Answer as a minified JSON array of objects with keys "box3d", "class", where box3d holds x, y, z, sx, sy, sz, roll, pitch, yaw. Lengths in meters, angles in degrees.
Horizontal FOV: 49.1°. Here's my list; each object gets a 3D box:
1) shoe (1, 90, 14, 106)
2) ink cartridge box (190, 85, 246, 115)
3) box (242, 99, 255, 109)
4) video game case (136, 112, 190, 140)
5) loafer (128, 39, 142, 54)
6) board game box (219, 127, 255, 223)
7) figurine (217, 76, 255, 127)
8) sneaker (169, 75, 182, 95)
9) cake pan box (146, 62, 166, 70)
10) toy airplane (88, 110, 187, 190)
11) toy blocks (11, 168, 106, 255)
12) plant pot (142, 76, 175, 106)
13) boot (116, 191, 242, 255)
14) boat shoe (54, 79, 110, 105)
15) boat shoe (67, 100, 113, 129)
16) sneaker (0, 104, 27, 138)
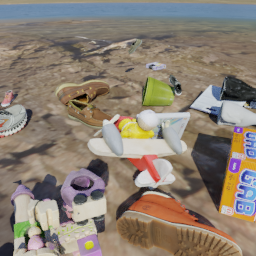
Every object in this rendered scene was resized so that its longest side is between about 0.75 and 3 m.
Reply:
[{"box3d":[-5.411,-1.340,12.549,0.354,0.451,0.991,1,28,3],"class":"shoe"},{"box3d":[3.845,-1.043,11.876,1.793,0.365,1.797,24,54,38],"class":"ink cartridge box"},{"box3d":[5.288,-1.378,12.725,1.524,0.381,1.535,15,31,25],"class":"box"},{"box3d":[1.039,-0.004,9.061,1.638,1.493,0.180,-2,59,-5],"class":"video game case"},{"box3d":[0.274,-3.908,13.304,0.320,0.918,0.345,26,41,-30],"class":"loafer"},{"box3d":[3.157,1.120,6.640,1.587,1.586,1.588,11,30,19],"class":"board game box"},{"box3d":[4.700,-0.839,10.639,2.279,1.005,2.335,12,51,11],"class":"figurine"},{"box3d":[1.944,-1.790,11.274,0.303,0.913,0.413,-20,-11,-10],"class":"sneaker"},{"box3d":[1.738,-3.882,17.608,0.969,0.253,0.892,-19,31,-32],"class":"cake pan box"},{"box3d":[0.411,0.413,7.719,2.552,1.808,2.563,22,20,6],"class":"toy airplane"},{"box3d":[-1.659,1.564,4.886,2.271,2.430,2.045,-10,35,-18],"class":"toy blocks"},{"box3d":[1.347,-1.477,12.147,1.258,1.306,1.306,12,28,-3],"class":"plant pot"},{"box3d":[1.131,1.990,5.820,2.448,0.919,1.313,13,25,24],"class":"boot"},{"box3d":[-1.917,-1.506,12.555,2.710,0.975,0.915,-13,63,-39],"class":"boat shoe"},{"box3d":[-1.472,-0.545,10.721,2.183,0.742,0.785,14,31,24],"class":"boat shoe"},{"box3d":[-4.584,-0.243,9.713,1.093,1.154,2.808,10,29,18],"class":"sneaker"}]
